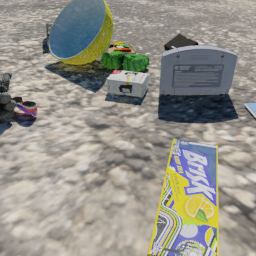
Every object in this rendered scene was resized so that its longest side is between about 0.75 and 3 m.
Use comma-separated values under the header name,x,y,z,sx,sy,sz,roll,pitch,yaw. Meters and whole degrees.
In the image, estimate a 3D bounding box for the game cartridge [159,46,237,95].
name,x,y,z,sx,sy,sz,roll,pitch,yaw
game cartridge,2.093,-1.733,8.517,2.223,1.482,0.450,0,35,-2

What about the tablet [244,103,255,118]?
name,x,y,z,sx,sy,sz,roll,pitch,yaw
tablet,3.868,-0.343,7.636,0.908,0.095,1.395,-2,32,-3

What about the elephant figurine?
name,x,y,z,sx,sy,sz,roll,pitch,yaw
elephant figurine,-3.650,-0.859,7.706,1.095,0.998,1.411,-5,37,-34

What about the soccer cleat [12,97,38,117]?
name,x,y,z,sx,sy,sz,roll,pitch,yaw
soccer cleat,-2.912,-0.596,7.753,1.049,0.384,0.358,17,38,28

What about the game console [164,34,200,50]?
name,x,y,z,sx,sy,sz,roll,pitch,yaw
game console,2.647,-3.527,12.530,1.416,0.937,1.610,-36,38,0

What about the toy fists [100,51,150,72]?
name,x,y,z,sx,sy,sz,roll,pitch,yaw
toy fists,-0.131,-2.516,10.522,1.861,0.640,0.949,14,36,19

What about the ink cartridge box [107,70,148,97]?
name,x,y,z,sx,sy,sz,roll,pitch,yaw
ink cartridge box,0.007,-1.447,8.984,1.171,0.485,0.853,8,34,13

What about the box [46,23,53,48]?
name,x,y,z,sx,sy,sz,roll,pitch,yaw
box,-2.607,-4.662,13.784,2.754,0.685,2.172,-9,34,-13

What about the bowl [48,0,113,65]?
name,x,y,z,sx,sy,sz,roll,pitch,yaw
bowl,-1.587,-3.612,11.083,2.853,2.853,1.535,29,0,37

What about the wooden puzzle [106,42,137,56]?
name,x,y,z,sx,sy,sz,roll,pitch,yaw
wooden puzzle,-0.392,-3.535,12.462,1.398,0.242,2.073,-13,35,-19

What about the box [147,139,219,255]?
name,x,y,z,sx,sy,sz,roll,pitch,yaw
box,0.963,1.239,4.510,0.893,0.819,2.548,8,33,12
